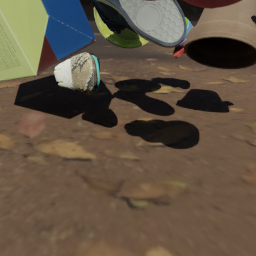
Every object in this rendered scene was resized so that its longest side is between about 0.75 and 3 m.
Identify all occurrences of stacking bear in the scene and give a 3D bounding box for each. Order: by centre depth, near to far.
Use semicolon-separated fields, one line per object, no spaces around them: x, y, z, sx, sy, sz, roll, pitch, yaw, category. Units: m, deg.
1.370;-3.179;8.799;1.744;0.992;1.059;33;-19;-27;stacking bear

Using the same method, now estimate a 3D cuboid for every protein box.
-2.907;-2.919;6.960;2.940;2.918;1.983;4;37;46;protein box

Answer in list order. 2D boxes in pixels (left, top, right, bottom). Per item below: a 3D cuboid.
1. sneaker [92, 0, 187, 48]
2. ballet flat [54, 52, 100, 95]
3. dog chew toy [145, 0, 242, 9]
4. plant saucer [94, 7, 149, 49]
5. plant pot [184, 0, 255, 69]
0.197;-2.491;6.224;2.603;0.990;1.881;40;4;9;sneaker
-1.205;-1.340;6.747;1.067;0.961;2.834;-3;18;-5;ballet flat
0.340;-1.792;2.622;2.016;1.255;1.255;8;26;19;dog chew toy
0.028;-3.234;7.780;1.961;1.961;0.305;6;27;13;plant saucer
2.295;-2.366;6.464;1.727;1.506;1.727;14;-8;2;plant pot
